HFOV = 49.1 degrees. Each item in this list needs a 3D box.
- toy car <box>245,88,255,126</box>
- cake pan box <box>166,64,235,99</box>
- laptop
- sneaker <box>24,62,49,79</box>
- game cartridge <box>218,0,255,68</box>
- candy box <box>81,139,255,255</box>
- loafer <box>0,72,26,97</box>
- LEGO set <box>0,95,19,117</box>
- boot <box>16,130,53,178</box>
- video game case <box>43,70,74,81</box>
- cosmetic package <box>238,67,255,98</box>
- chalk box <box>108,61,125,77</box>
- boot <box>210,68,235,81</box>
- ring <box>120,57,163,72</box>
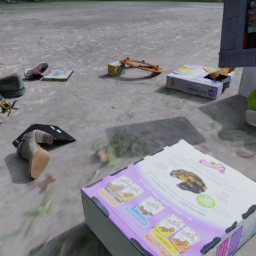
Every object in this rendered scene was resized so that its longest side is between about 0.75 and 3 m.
[{"bbox_3d":[4.652,-0.635,8.501,1.887,1.652,1.415,24,3,36],"label":"toy car"},{"bbox_3d":[3.024,-1.972,11.529,2.277,0.596,2.097,21,38,31],"label":"cake pan box"},{"bbox_3d":[-2.352,0.366,7.911,1.279,0.661,1.134,7,17,-48],"label":"laptop"},{"bbox_3d":[-3.946,-2.503,12.650,0.758,0.497,1.313,25,48,28],"label":"sneaker"},{"bbox_3d":[3.585,-3.166,8.507,0.500,2.604,1.688,-2,9,-28],"label":"game cartridge"},{"bbox_3d":[0.862,1.452,5.092,2.633,0.942,2.208,-21,36,-32],"label":"candy box"},{"bbox_3d":[-5.392,-1.693,10.708,2.800,0.881,1.006,-2,30,-4],"label":"loafer"},{"bbox_3d":[-4.470,-0.548,8.932,1.830,1.061,1.407,12,61,27],"label":"LEGO set"},{"bbox_3d":[-2.417,0.633,6.995,0.969,0.465,1.325,-4,52,29],"label":"boot"},{"bbox_3d":[-3.144,-2.409,12.721,1.078,0.152,1.193,2,30,4],"label":"video game case"},{"bbox_3d":[5.141,-1.850,9.950,1.163,1.886,1.892,-13,33,-21],"label":"cosmetic package"},{"bbox_3d":[-0.461,-2.769,12.985,0.834,0.519,0.516,-25,38,-34],"label":"chalk box"},{"bbox_3d":[3.752,-2.156,10.875,1.076,0.413,0.835,-14,21,8],"label":"boot"},{"bbox_3d":[0.654,-3.025,13.227,2.099,0.201,2.099,13,22,-5],"label":"ring"}]
